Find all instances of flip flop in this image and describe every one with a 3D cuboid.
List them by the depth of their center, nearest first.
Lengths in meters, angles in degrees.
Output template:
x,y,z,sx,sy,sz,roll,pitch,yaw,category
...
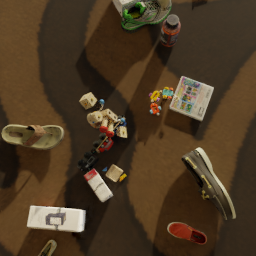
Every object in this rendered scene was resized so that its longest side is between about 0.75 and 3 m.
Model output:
x,y,z,sx,sy,sz,roll,pitch,yaw,category
-3.920,0.264,11.400,2.592,0.746,1.051,6,73,2,flip flop

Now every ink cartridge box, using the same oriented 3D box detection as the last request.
x,y,z,sx,sy,sz,roll,pitch,yaw,category
-2.530,3.297,10.194,1.792,1.297,0.756,5,73,1,ink cartridge box
-1.126,2.223,10.747,0.489,0.865,1.179,-35,75,-10,ink cartridge box

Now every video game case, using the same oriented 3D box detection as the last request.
x,y,z,sx,sy,sz,roll,pitch,yaw,category
2.759,-1.299,12.168,1.487,0.194,1.634,22,75,7,video game case

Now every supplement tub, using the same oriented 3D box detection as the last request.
x,y,z,sx,sy,sz,roll,pitch,yaw,category
1.882,-4.315,12.403,0.791,1.478,0.791,0,74,0,supplement tub

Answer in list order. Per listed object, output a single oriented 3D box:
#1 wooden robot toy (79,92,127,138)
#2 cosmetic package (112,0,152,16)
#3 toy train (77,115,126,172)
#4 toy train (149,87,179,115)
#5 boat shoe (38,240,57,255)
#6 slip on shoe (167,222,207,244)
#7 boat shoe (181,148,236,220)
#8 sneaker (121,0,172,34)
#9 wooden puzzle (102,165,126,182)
x,y,z,sx,sy,sz,roll,pitch,yaw,category
-1.135,-0.238,10.861,1.126,2.481,1.093,-15,49,35,wooden robot toy
0.549,-6.472,13.352,2.515,0.931,1.279,-27,75,-9,cosmetic package
-0.961,0.611,11.408,0.656,0.489,2.865,36,76,11,toy train
1.453,-1.149,12.045,1.376,0.383,1.034,-26,76,-4,toy train
-3.096,4.718,10.183,0.473,0.502,1.319,23,75,7,boat shoe
2.225,3.927,10.449,1.515,0.463,0.561,20,76,7,slip on shoe
3.040,2.198,10.716,0.871,1.031,2.893,-23,67,-5,boat shoe
0.910,-5.347,12.906,2.630,1.120,1.026,-31,76,-9,sneaker
-0.544,1.826,11.278,0.882,0.103,0.595,39,73,11,wooden puzzle
